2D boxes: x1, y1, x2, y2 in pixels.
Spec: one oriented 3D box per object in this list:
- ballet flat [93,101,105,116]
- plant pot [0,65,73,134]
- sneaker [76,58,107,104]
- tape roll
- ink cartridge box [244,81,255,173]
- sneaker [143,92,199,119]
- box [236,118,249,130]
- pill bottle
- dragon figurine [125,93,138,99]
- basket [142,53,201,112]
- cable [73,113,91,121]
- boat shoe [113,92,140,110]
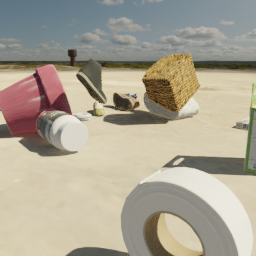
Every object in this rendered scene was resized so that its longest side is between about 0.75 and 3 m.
[{"bbox_3d":[-1.463,-0.997,13.734,0.605,0.605,1.712,-2,15,-10],"label":"ballet flat"},{"bbox_3d":[-3.415,-0.876,10.232,2.174,2.429,2.429,-20,20,-16],"label":"plant pot"},{"bbox_3d":[-0.975,-1.488,9.144,0.564,1.507,0.800,16,63,40],"label":"sneaker"},{"bbox_3d":[0.630,1.229,3.296,1.489,1.489,0.521,11,18,36],"label":"tape roll"},{"bbox_3d":[3.387,-0.064,6.909,0.642,2.166,1.124,8,17,32],"label":"ink cartridge box"},{"bbox_3d":[2.102,-1.139,13.597,1.658,1.057,2.870,-7,26,-32],"label":"sneaker"},{"bbox_3d":[4.991,-0.184,11.232,1.371,0.238,0.755,-14,20,-42],"label":"box"},{"bbox_3d":[-2.036,0.061,8.654,1.070,1.070,1.846,-11,19,-35],"label":"pill bottle"},{"bbox_3d":[0.006,-1.863,17.175,1.722,0.507,0.856,9,17,28],"label":"dragon figurine"},{"bbox_3d":[1.805,-1.939,12.168,1.655,1.728,2.319,6,42,42],"label":"basket"},{"bbox_3d":[-2.010,-0.493,12.388,0.768,0.266,0.768,10,16,32],"label":"cable"},{"bbox_3d":[-0.127,-1.418,15.108,0.766,0.808,2.134,-5,24,-32],"label":"boat shoe"}]
